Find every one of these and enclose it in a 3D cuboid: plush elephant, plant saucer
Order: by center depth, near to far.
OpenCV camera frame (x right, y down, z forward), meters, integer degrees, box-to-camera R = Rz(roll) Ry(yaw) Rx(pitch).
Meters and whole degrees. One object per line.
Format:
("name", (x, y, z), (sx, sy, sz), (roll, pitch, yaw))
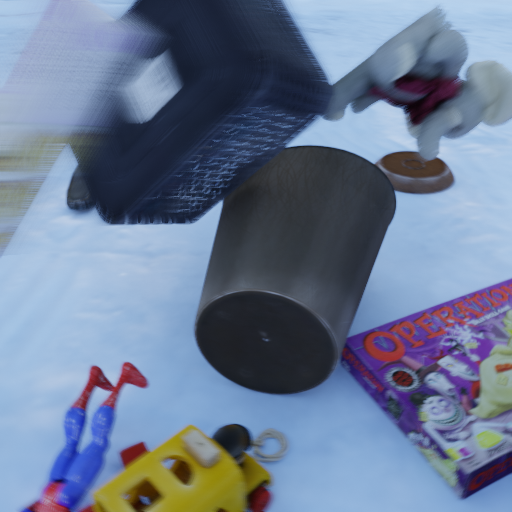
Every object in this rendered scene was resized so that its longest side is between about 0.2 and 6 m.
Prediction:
("plush elephant", (2.451, -2.297, 8.049), (2.451, 1.897, 2.018), (-42, 9, -27))
("plant saucer", (3.479, -1.914, 12.456), (1.873, 0.323, 1.873), (1, 34, 0))

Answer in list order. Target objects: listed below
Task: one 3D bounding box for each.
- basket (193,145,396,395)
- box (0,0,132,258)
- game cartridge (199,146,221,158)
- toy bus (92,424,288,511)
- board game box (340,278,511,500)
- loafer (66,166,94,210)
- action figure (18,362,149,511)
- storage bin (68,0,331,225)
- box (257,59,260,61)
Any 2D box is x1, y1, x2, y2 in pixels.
("basket", (0.467, 0.137, 7.817), (2.847, 2.147, 3.157), (-5, 35, 19))
("box", (-1.933, -0.937, 4.588), (0.484, 2.500, 0.518), (42, 12, 37))
("game cartridge", (-1.236, -2.499, 13.488), (0.772, 0.156, 0.515), (23, 44, 31))
("toy bus", (-0.575, 2.231, 5.547), (1.912, 1.047, 2.026), (0, 34, 0))
("board game box", (3.360, 1.361, 7.354), (3.873, 0.625, 2.324), (-16, 33, -22))
("loafer", (-3.579, -1.590, 11.608), (0.699, 0.694, 1.920), (-3, 35, -6))
("action figure", (-1.892, 2.344, 5.642), (0.883, 0.698, 2.699), (-6, 38, 24))
("storage bin", (-0.970, -2.100, 7.687), (1.570, 3.348, 2.264), (-5, 64, -52))
("box", (-0.077, -3.651, 9.520), (0.841, 0.691, 0.698), (35, 82, 11))
